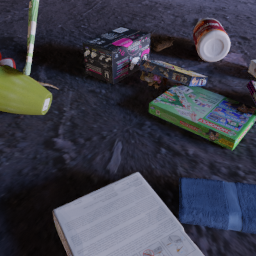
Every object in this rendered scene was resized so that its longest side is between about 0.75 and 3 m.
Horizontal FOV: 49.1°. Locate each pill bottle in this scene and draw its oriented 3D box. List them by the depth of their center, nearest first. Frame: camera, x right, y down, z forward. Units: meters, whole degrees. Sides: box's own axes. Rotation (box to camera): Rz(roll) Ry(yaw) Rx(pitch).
[{"bbox_3d":[3.639,-4.050,12.534,1.366,1.366,2.418,2,37,3],"label":"pill bottle"}]

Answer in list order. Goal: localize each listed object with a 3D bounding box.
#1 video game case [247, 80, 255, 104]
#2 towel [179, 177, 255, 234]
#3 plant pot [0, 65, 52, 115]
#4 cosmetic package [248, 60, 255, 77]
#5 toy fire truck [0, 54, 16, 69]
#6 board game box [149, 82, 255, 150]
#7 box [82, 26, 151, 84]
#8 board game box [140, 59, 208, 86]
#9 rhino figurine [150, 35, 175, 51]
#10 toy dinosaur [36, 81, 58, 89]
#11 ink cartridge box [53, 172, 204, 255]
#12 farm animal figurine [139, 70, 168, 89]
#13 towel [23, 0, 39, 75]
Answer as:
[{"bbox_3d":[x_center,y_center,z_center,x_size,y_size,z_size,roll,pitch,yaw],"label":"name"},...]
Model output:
[{"bbox_3d":[4.757,-0.785,8.966,1.570,0.310,1.732,17,38,-7],"label":"video game case"},{"bbox_3d":[2.113,1.684,6.064,2.067,0.502,1.154,6,39,6],"label":"towel"},{"bbox_3d":[-3.302,-1.027,8.891,1.593,1.491,1.491,20,41,0],"label":"plant pot"},{"bbox_3d":[5.395,-2.290,10.983,0.879,0.540,0.876,-10,40,-12],"label":"cosmetic package"},{"bbox_3d":[-5.125,-1.610,9.743,2.412,1.352,2.025,-12,64,-13],"label":"toy fire truck"},{"bbox_3d":[2.384,-0.540,8.890,2.883,0.420,1.940,28,46,30],"label":"board game box"},{"bbox_3d":[-0.408,-2.957,11.165,1.574,1.367,2.382,25,44,30],"label":"box"},{"bbox_3d":[1.642,-1.993,10.077,2.073,0.359,1.404,27,23,31],"label":"board game box"},{"bbox_3d":[1.669,-4.023,13.209,1.555,0.465,0.680,-30,60,-34],"label":"rhino figurine"},{"bbox_3d":[-3.556,-1.661,10.123,1.820,0.550,0.967,14,29,20],"label":"toy dinosaur"},{"bbox_3d":[-0.018,2.212,5.345,2.087,0.650,2.594,-20,45,-24],"label":"ink cartridge box"},{"bbox_3d":[0.934,-1.723,10.201,0.878,0.546,1.087,27,22,30],"label":"farm animal figurine"},{"bbox_3d":[-2.959,-2.823,8.469,0.278,2.373,1.810,7,10,-21],"label":"towel"}]
